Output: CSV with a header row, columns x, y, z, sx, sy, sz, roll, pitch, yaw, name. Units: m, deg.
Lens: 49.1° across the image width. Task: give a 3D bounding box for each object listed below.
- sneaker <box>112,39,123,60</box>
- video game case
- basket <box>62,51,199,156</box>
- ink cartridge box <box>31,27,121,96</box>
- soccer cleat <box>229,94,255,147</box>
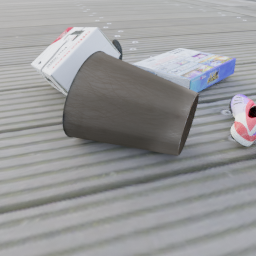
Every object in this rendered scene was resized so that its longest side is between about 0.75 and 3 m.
x,y,z,sx,sy,sz,roll,pitch,yaw,name
-0.537,-2.498,10.341,0.707,1.557,0.591,-3,-2,-8,sneaker
2.132,-2.247,10.697,2.962,0.673,2.685,-27,37,-35,video game case
0.187,-0.494,6.851,2.718,1.848,2.450,18,69,17,basket
-1.795,-2.187,9.043,2.012,1.136,2.741,-48,34,-8,ink cartridge box
3.226,-0.413,7.503,0.769,0.825,2.254,31,37,-1,soccer cleat
